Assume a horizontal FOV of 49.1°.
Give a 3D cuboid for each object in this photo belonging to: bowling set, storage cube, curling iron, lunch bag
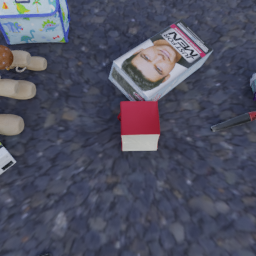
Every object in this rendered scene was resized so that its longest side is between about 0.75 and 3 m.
[{"bbox_3d":[-3.427,-1.465,7.313,1.590,2.062,2.963,5,56,5],"label":"bowling set"},{"bbox_3d":[0.271,-0.034,7.049,1.063,0.909,0.956,-2,61,-1],"label":"storage cube"},{"bbox_3d":[3.357,-0.221,7.503,2.353,0.301,0.583,-10,59,-6],"label":"curling iron"},{"bbox_3d":[-2.934,-3.765,8.372,2.050,2.411,1.536,-3,59,-3],"label":"lunch bag"}]

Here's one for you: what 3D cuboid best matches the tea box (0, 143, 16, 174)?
[{"bbox_3d":[-3.394,0.719,6.781,0.864,0.586,0.878,40,67,22],"label":"tea box"}]

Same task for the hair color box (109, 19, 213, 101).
[{"bbox_3d":[0.949,-1.796,7.845,2.743,0.832,1.358,-38,80,-25],"label":"hair color box"}]

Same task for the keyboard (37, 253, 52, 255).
[{"bbox_3d":[-1.773,3.086,5.677,0.607,0.098,0.955,-15,60,-9],"label":"keyboard"}]

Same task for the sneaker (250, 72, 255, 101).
[{"bbox_3d":[4.597,-0.898,7.544,2.457,0.914,1.075,6,50,15],"label":"sneaker"}]
